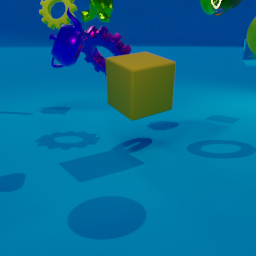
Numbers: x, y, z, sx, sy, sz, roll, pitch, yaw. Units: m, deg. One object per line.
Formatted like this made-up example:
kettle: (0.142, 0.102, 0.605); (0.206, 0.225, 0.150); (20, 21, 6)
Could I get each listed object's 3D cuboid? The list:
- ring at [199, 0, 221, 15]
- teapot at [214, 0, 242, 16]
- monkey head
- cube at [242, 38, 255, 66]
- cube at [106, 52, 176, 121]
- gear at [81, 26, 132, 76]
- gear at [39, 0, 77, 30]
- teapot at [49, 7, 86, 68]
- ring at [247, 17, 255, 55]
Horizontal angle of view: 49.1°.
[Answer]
ring: (1.928, -3.346, 6.508); (0.267, 1.336, 1.336); (7, 19, 31)
teapot: (2.916, -4.042, 8.133); (0.999, 1.606, 0.786); (-17, 49, -34)
monkey head: (-1.136, -4.331, 9.966); (1.258, 1.748, 1.053); (-19, -13, 0)
cube: (4.201, -2.458, 9.071); (0.725, 0.725, 0.725); (7, 0, 35)
cube: (0.239, -0.907, 5.814); (1.038, 1.038, 1.038); (-17, 32, -27)
gear: (-0.546, -1.884, 7.172); (1.510, 1.510, 0.279); (13, 60, 35)
gear: (-2.400, -4.033, 9.603); (1.279, 1.279, 0.237); (4, 2, 12)
teapot: (-1.071, -1.501, 4.871); (0.578, 1.181, 0.734); (22, 40, -17)
ring: (3.591, -2.208, 6.487); (1.552, 1.552, 0.310); (4, 54, 13)
